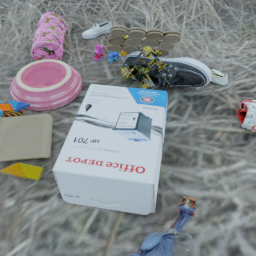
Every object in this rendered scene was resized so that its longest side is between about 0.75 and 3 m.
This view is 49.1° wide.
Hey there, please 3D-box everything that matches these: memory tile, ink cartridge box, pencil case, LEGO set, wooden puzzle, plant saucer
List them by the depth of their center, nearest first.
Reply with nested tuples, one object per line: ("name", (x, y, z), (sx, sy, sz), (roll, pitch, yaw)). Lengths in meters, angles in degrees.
("ink cartridge box", (-0.225, 0.344, 6.649), (2.096, 1.229, 2.863), (6, 45, 8))
("wooden puzzle", (-2.721, 0.268, 7.256), (1.563, 0.271, 2.317), (3, 56, -3))
("LEGO set", (0.531, -1.612, 8.110), (1.340, 1.030, 0.776), (-36, 57, 14))
("memory tile", (0.429, -2.707, 8.775), (2.159, 1.655, 0.181), (4, 82, -8))
("plant saucer", (-2.604, -1.487, 8.872), (2.243, 0.569, 2.243), (0, 46, 0))
("LEGO set", (-0.367, -3.016, 10.214), (1.813, 0.744, 0.691), (-35, 56, -29))
("pencil case", (-2.867, -3.311, 10.326), (1.042, 1.089, 2.517), (32, 35, -33))

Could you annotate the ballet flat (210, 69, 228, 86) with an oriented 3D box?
("ballet flat", (2.657, -1.778, 9.245), (1.325, 0.460, 0.460), (20, 49, 18))

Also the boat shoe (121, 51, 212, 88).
("boat shoe", (1.096, -1.702, 8.809), (2.886, 1.009, 0.956), (20, 55, 19))

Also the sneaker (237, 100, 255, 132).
("sneaker", (3.865, -0.706, 7.988), (1.200, 0.748, 2.239), (18, 51, 13))

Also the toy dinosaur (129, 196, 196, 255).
("toy dinosaur", (0.335, 2.195, 4.945), (2.834, 1.488, 2.572), (-1, 22, 19))

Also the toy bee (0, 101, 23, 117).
("toy bee", (-3.783, -0.417, 7.814), (1.532, 0.833, 1.003), (20, 39, -16))

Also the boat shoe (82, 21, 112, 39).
("boat shoe", (-1.277, -4.036, 11.392), (1.361, 0.454, 0.501), (-28, 52, -24))
